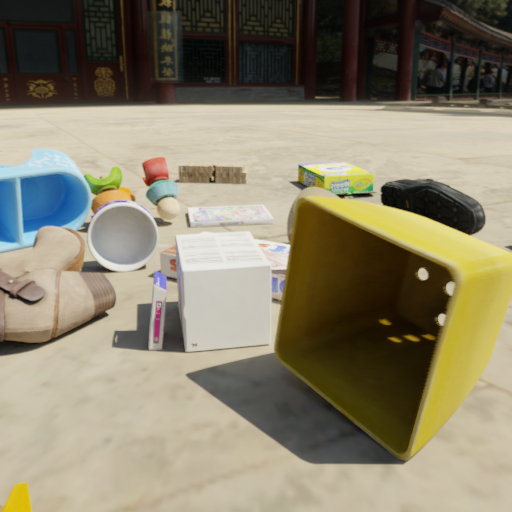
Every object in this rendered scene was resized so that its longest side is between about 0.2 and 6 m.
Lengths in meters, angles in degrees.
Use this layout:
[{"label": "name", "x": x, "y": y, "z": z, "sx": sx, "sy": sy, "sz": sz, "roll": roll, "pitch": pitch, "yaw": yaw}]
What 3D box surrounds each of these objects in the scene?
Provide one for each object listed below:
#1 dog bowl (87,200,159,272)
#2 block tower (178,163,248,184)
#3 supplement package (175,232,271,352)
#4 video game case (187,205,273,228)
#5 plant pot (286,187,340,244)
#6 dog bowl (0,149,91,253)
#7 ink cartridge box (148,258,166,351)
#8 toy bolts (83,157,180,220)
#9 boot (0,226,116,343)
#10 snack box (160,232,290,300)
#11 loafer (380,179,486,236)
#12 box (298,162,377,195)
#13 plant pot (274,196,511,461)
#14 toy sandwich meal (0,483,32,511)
[{"label": "dog bowl", "x": -2.177, "y": -0.334, "z": 9.170, "sx": 1.129, "sy": 1.129, "sz": 0.444, "roll": -5, "pitch": 17, "yaw": -13}, {"label": "block tower", "x": -1.224, "y": -2.377, "z": 16.109, "sx": 1.946, "sy": 0.526, "sz": 0.562, "roll": 2, "pitch": 18, "yaw": 4}, {"label": "supplement package", "x": -0.455, "y": 0.400, "z": 7.113, "sx": 1.047, "sy": 1.055, "sz": 1.390, "roll": -4, "pitch": 19, "yaw": -10}, {"label": "video game case", "x": -0.596, "y": -0.885, "z": 12.297, "sx": 1.750, "sy": 0.158, "sz": 1.253, "roll": -3, "pitch": 19, "yaw": -9}, {"label": "plant pot", "x": 1.009, "y": -0.462, "z": 9.797, "sx": 1.225, "sy": 1.225, "sz": 0.822, "roll": 16, "pitch": 52, "yaw": 38}, {"label": "dog bowl", "x": -4.459, "y": -0.916, "z": 10.169, "sx": 3.149, "sy": 1.755, "sz": 0.781, "roll": -16, "pitch": 36, "yaw": -40}, {"label": "ink cartridge box", "x": -1.171, "y": 0.576, "z": 6.680, "sx": 0.188, "sy": 1.011, "sz": 0.479, "roll": 2, "pitch": 19, "yaw": -10}, {"label": "toy bolts", "x": -2.526, "y": -1.085, "z": 11.934, "sx": 1.843, "sy": 1.278, "sz": 1.760, "roll": -19, "pitch": -19, "yaw": -11}, {"label": "boot", "x": -3.195, "y": 0.276, "z": 7.466, "sx": 1.931, "sy": 0.928, "sz": 2.641, "roll": -7, "pitch": 25, "yaw": -41}, {"label": "snack box", "x": 0.400, "y": 0.219, "z": 8.576, "sx": 3.693, "sy": 0.449, "sz": 1.328, "roll": 10, "pitch": 21, "yaw": 26}, {"label": "loafer", "x": 3.697, "y": -1.104, "z": 11.520, "sx": 1.082, "sy": 1.047, "sz": 3.084, "roll": -14, "pitch": 18, "yaw": -14}, {"label": "box", "x": 2.160, "y": -2.080, "z": 15.172, "sx": 1.439, "sy": 0.593, "sz": 2.453, "roll": -5, "pitch": 21, "yaw": -14}, {"label": "plant pot", "x": 1.465, "y": 0.480, "z": 5.496, "sx": 1.625, "sy": 1.843, "sz": 1.843, "roll": -10, "pitch": 29, "yaw": -36}, {"label": "toy sandwich meal", "x": -2.054, "y": 1.911, "z": 3.427, "sx": 1.677, "sy": 0.574, "sz": 1.677, "roll": 0, "pitch": 19, "yaw": 0}]
